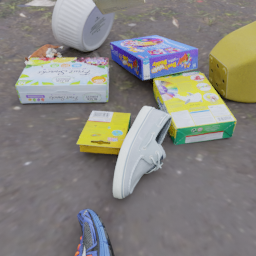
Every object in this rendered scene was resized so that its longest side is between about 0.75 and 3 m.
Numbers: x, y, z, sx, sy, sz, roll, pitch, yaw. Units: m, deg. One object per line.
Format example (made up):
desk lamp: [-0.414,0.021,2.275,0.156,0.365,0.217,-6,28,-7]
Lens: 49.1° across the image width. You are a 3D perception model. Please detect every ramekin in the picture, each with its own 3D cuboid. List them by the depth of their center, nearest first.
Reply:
ramekin: [-1.535,-4.061,10.467,1.191,2.557,2.557,33,48,15]

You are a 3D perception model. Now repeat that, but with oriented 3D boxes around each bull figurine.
bull figurine: [-3.013,-2.605,10.179,0.989,0.530,1.628,9,42,8]

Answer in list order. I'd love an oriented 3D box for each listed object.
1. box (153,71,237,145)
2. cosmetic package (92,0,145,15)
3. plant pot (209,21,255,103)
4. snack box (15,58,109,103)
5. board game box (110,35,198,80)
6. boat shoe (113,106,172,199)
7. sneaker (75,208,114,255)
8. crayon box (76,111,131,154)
box: [1.666,-0.731,7.852,1.588,0.655,2.707,-7,43,-5]
cosmetic package: [-0.496,-3.876,6.770,1.346,0.950,2.599,-8,-5,15]
plant pot: [3.489,-1.831,8.359,1.867,1.825,1.813,-18,42,-6]
snack box: [-1.911,-1.533,8.764,2.594,0.687,1.845,-1,40,-2]
board game box: [0.757,-2.488,9.484,1.912,0.637,2.844,-14,30,-16]
boat shoe: [0.401,0.472,6.079,0.866,0.849,2.432,13,51,16]
sneaker: [-0.607,2.209,4.259,0.873,0.839,2.227,-13,39,-7]
crayon box: [-0.536,0.143,6.760,1.058,0.423,1.666,5,28,5]
